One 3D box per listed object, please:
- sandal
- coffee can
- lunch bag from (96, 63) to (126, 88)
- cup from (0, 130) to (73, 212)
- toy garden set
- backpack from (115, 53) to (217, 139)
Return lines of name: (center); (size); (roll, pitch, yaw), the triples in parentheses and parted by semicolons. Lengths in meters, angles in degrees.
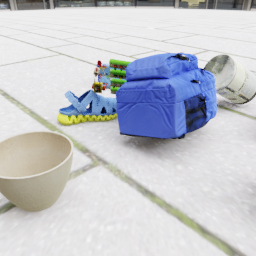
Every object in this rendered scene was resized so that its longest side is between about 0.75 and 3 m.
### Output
sandal: (-1.225, -0.834, 9.695); (2.493, 1.085, 0.991); (-10, 26, -21)
coffee can: (3.802, -1.753, 10.350); (1.828, 1.338, 1.338); (17, 14, -39)
lunch bag: (-0.248, -2.591, 13.193); (1.709, 1.068, 2.270); (6, 20, 16)
cup: (-2.016, 1.021, 6.055); (1.775, 1.270, 1.775); (0, 29, 0)
toy garden set: (-0.540, -1.512, 8.871); (1.349, 1.619, 0.323); (9, 61, 4)
backpack: (1.393, -0.988, 8.335); (2.333, 2.409, 2.871); (12, 18, 40)
